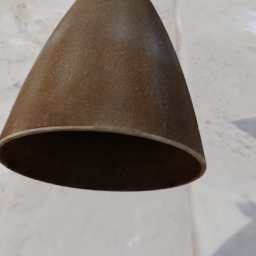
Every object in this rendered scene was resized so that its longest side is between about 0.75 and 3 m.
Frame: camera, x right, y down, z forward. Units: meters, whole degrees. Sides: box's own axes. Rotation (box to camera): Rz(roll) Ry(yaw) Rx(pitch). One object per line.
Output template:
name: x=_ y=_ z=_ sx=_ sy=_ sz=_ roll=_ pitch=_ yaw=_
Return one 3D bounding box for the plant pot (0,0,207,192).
plant pot: x=-0.262 y=-0.725 z=4.347 sx=2.698 sy=2.698 sz=2.886 roll=2 pitch=65 yaw=2
